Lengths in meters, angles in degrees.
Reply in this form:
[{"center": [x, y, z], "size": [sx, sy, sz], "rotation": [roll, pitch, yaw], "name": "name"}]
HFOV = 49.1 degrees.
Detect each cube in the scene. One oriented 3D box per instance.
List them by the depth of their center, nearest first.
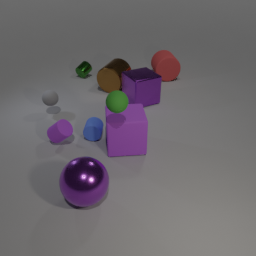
[{"center": [-0.087, 0.054, 10.210], "size": [1.400, 1.400, 1.400], "rotation": [-3, 31, -5], "name": "cube"}, {"center": [0.624, -1.936, 13.378], "size": [1.400, 1.400, 1.400], "rotation": [-16, 36, -24], "name": "cube"}]

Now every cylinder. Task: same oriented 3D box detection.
[{"center": [-2.532, 0.122, 10.439], "size": [0.700, 0.700, 0.700], "rotation": [-29, 16, 34], "name": "cylinder"}, {"center": [-1.342, 0.034, 10.889], "size": [0.700, 0.700, 0.700], "rotation": [2, 32, 2], "name": "cylinder"}, {"center": [-0.699, -2.721, 14.546], "size": [1.400, 1.400, 1.400], "rotation": [13, 38, 20], "name": "cylinder"}, {"center": [2.123, -3.553, 15.913], "size": [1.400, 1.400, 1.400], "rotation": [-4, 32, -6], "name": "cylinder"}, {"center": [-2.526, -3.352, 16.020], "size": [0.700, 0.700, 0.700], "rotation": [21, 58, 29], "name": "cylinder"}]

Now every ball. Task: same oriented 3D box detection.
[{"center": [-1.231, 1.507, 7.932], "size": [1.400, 1.400, 1.400], "rotation": [0, 32, 0], "name": "ball"}, {"center": [-0.337, -0.802, 8.605], "size": [0.700, 0.700, 0.700], "rotation": [0, 32, 0], "name": "ball"}, {"center": [-3.371, -1.296, 12.147], "size": [0.700, 0.700, 0.700], "rotation": [0, 32, 0], "name": "ball"}]
